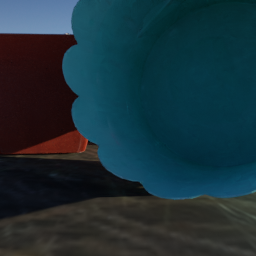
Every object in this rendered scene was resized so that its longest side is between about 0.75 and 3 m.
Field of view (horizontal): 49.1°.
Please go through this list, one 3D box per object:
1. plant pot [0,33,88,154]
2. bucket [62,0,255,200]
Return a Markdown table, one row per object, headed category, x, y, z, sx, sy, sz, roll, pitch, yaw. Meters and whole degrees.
| category | x | y | z | sx | sy | sz | roll | pitch | yaw |
| --- | --- | --- | --- | --- | --- | --- | --- | --- | --- |
| plant pot | -1.545 | -0.609 | 5.362 | 2.215 | 1.952 | 2.213 | -1 | 9 | -5 |
| bucket | 0.959 | -0.699 | 3.243 | 2.924 | 2.924 | 1.902 | 4 | -2 | 25 |
